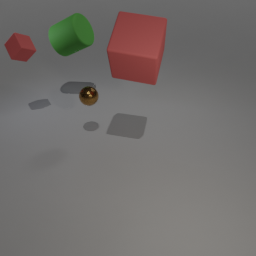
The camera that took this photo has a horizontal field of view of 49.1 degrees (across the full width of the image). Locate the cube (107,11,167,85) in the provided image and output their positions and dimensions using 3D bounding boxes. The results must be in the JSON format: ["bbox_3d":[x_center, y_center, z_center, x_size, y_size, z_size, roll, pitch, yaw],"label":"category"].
[{"bbox_3d":[0.290,-2.300,8.205,1.400,1.400,1.400,12,69,8],"label":"cube"}]

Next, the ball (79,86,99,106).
[{"bbox_3d":[-1.397,-1.139,9.986,0.700,0.700,0.700,0,33,0],"label":"ball"}]

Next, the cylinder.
[{"bbox_3d":[-2.404,-3.957,11.970,1.400,1.400,1.400,-14,24,30],"label":"cylinder"}]

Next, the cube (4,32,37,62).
[{"bbox_3d":[-3.972,-2.971,10.347,0.700,0.700,0.700,-9,67,-60],"label":"cube"}]
